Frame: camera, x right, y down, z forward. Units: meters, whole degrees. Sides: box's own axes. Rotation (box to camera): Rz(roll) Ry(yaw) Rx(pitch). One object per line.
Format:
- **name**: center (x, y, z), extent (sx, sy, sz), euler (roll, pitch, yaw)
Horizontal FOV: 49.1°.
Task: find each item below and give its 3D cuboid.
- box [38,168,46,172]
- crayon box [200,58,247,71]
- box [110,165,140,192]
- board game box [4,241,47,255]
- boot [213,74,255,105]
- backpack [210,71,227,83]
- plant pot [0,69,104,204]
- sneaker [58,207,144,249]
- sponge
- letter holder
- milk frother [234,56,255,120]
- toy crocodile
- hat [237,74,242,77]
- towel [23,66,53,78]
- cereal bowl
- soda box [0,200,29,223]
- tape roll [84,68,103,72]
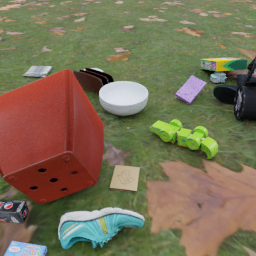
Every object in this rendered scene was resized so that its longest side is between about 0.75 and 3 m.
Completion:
- **box**: center (-2.884, 0.749, 9.195), extent (1.032, 1.233, 1.660), euler (-26, 37, 2)
- **crayon box**: center (5.258, -3.566, 15.619), extent (1.766, 0.597, 2.047), euler (-4, 17, -10)
- **box**: center (-0.082, 1.682, 9.397), extent (0.877, 0.114, 1.073), euler (5, 36, 6)
- **board game box**: center (-2.691, 3.457, 6.861), extent (0.968, 0.234, 1.280), euler (6, 37, 8)
- **boot**: center (5.350, -1.941, 13.664), extent (2.284, 0.872, 1.919), euler (15, 42, 9)
- **backpack**: center (4.853, -2.736, 15.093), extent (0.764, 0.575, 0.678), euler (-9, 36, -3)
- **plant pot**: center (-2.311, 0.519, 8.414), extent (2.897, 2.899, 2.555), euler (-21, 50, 4)
- **sneaker**: center (-0.691, 2.735, 7.529), extent (2.323, 0.900, 0.925), euler (-8, 52, 0)
- **sponge**: center (3.063, -1.881, 13.627), extent (0.832, 0.222, 1.491), euler (35, 67, 18)
- **letter holder**: center (-1.700, -2.504, 13.962), extent (1.765, 1.255, 0.888), euler (21, 62, 27)
- **milk frother**: center (5.889, -1.580, 11.585), extent (2.372, 2.522, 2.276), euler (4, 66, 5)
- **toy crocodile**: center (2.095, 0.353, 10.729), extent (2.748, 0.848, 0.928), euler (18, 40, 30)
- **hat**: center (6.262, -2.556, 14.967), extent (0.981, 0.396, 0.981), euler (3, 28, -1)
- **towel**: center (-5.156, -3.249, 16.033), extent (1.311, 0.235, 1.361), euler (4, 37, 5)
- **cereal bowl**: center (-0.188, -1.232, 12.687), extent (2.226, 0.927, 2.226), euler (0, 37, 0)
- **soda box**: center (-3.636, 2.393, 8.102), extent (1.380, 0.488, 0.437), euler (2, 34, 4)
- **tape roll**: center (-2.042, -2.936, 15.586), extent (1.414, 0.258, 1.414), euler (0, 37, 0)
